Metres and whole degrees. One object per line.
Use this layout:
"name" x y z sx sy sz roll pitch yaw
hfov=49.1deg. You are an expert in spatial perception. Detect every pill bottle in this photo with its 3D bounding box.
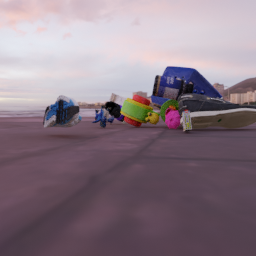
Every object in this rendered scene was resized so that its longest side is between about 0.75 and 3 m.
"pill bottle" 1.303 -1.148 8.184 1.124 0.628 0.628 11 3 2

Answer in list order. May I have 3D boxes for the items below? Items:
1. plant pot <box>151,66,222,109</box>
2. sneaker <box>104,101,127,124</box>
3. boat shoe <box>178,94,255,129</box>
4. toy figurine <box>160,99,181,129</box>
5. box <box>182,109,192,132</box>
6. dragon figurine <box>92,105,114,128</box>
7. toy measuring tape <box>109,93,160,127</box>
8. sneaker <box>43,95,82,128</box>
"plant pot" 1.901 -1.051 9.713 1.669 1.501 1.669 37 -3 -29
"sneaker" -0.574 -0.901 12.083 0.995 0.696 2.001 26 11 -23
"boat shoe" 2.608 -0.518 7.698 2.622 0.886 0.941 1 -32 -16
"toy figurine" 1.511 -0.252 8.363 1.165 0.875 1.072 26 22 -1
"box" 1.339 -0.162 6.408 0.145 0.458 0.832 -7 -5 9
"dragon figurine" -0.853 -0.270 8.706 0.404 0.683 1.374 25 -29 -26
"toy measuring tape" -0.043 -0.778 9.606 1.073 1.073 2.917 -2 23 -39
"sneaker" -1.123 -0.268 5.330 0.626 0.542 1.445 8 -8 -30
